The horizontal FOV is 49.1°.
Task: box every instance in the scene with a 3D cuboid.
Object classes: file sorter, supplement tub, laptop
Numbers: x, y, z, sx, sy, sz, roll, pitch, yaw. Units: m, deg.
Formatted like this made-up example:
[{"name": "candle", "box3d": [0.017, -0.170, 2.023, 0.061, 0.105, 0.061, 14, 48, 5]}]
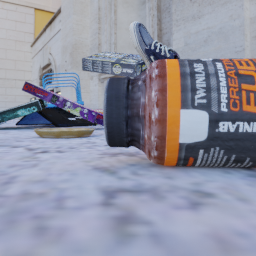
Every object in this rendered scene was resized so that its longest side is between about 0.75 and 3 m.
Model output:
[{"name": "file sorter", "box3d": [-3.297, -1.623, 13.970, 1.815, 1.605, 2.616, -6, -4, -15]}, {"name": "supplement tub", "box3d": [0.684, -0.123, 2.380, 1.724, 0.922, 0.922, 0, 2, 4]}, {"name": "laptop", "box3d": [-3.274, -0.157, 12.740, 2.665, 1.376, 2.362, 32, 20, 31]}]

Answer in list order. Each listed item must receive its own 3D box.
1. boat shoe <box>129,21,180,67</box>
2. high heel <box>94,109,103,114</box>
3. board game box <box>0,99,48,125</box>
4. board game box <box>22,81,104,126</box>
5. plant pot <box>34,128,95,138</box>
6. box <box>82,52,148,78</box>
[{"name": "boat shoe", "box3d": [0.871, -2.188, 7.913, 0.925, 1.995, 0.745, -12, 29, 41]}, {"name": "high heel", "box3d": [-1.807, -0.680, 16.740, 2.619, 0.882, 1.256, -14, 6, 30]}, {"name": "board game box", "box3d": [-4.003, -0.585, 10.106, 2.011, 0.419, 2.973, -19, 11, -9]}, {"name": "board game box", "box3d": [-1.993, -0.774, 9.623, 2.844, 0.459, 1.707, 24, -3, 16]}, {"name": "plant pot", "box3d": [-1.344, 0.103, 5.978, 1.269, 0.174, 1.269, -1, 2, 0]}, {"name": "box", "box3d": [-0.422, -2.948, 12.727, 2.636, 0.647, 2.125, 12, 25, 21]}]
